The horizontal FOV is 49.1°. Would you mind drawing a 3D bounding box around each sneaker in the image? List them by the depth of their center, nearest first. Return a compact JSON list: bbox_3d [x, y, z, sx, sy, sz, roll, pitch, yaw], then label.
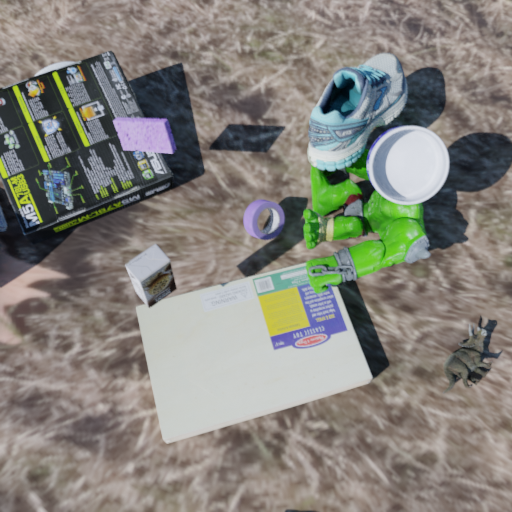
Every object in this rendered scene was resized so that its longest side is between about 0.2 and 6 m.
[{"bbox_3d":[1.962,-2.981,10.360,1.201,1.336,3.095,18,58,26],"label":"sneaker"}]

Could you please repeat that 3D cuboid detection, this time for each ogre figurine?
[{"bbox_3d":[2.033,-0.918,10.392,2.114,1.730,3.526,-3,30,12],"label":"ogre figurine"}]

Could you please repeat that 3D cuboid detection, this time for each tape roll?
[{"bbox_3d":[0.151,-0.684,10.635,0.739,0.739,0.314,-40,30,-18],"label":"tape roll"}]

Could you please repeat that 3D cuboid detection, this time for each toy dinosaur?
[{"bbox_3d":[3.562,1.879,9.624,1.359,0.523,0.695,-42,56,-12],"label":"toy dinosaur"}]

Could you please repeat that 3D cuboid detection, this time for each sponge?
[{"bbox_3d":[-1.954,-2.118,9.840,1.067,0.595,0.159,8,42,24],"label":"sponge"}]

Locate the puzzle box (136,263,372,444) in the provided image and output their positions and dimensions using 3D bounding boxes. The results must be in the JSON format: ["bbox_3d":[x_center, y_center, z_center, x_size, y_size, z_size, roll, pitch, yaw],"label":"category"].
[{"bbox_3d":[-0.082,1.560,9.724,3.601,0.458,2.396,-14,63,-7],"label":"puzzle box"}]

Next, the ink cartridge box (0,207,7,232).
[{"bbox_3d":[-5.463,-0.879,10.860,0.982,0.213,0.964,-5,57,-44],"label":"ink cartridge box"}]

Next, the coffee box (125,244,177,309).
[{"bbox_3d":[-1.551,0.321,8.374,0.550,0.972,0.388,-37,69,-18],"label":"coffee box"}]

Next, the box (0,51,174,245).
[{"bbox_3d":[-3.650,-2.233,11.220,3.046,0.749,3.154,-25,78,-10],"label":"box"}]

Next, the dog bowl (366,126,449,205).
[{"bbox_3d":[2.408,-1.458,8.983,1.231,0.485,1.231,1,104,3],"label":"dog bowl"}]

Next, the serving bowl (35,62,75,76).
[{"bbox_3d":[-4.188,-3.604,12.317,1.901,0.625,1.901,0,63,0],"label":"serving bowl"}]
